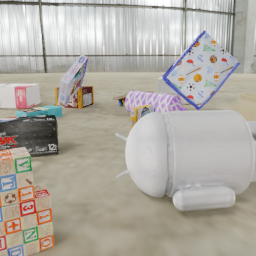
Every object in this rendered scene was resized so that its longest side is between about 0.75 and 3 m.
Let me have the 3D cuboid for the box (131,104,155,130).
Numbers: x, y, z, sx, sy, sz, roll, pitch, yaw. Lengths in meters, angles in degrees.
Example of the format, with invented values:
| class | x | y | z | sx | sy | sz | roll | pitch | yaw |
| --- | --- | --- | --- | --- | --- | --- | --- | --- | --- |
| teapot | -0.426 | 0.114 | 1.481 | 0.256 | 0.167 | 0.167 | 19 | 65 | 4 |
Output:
| class | x | y | z | sx | sy | sz | roll | pitch | yaw |
| --- | --- | --- | --- | --- | --- | --- | --- | --- | --- |
| box | 0.518 | -0.378 | 9.243 | 0.245 | 0.702 | 1.180 | 9 | 16 | 35 |

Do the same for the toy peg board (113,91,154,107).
| class | x | y | z | sx | sy | sz | roll | pitch | yaw |
| --- | --- | --- | --- | --- | --- | --- | --- | --- | --- |
| toy peg board | 0.286 | -1.247 | 13.222 | 1.424 | 0.696 | 1.418 | -10 | 1 | -39 |

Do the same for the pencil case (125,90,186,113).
| class | x | y | z | sx | sy | sz | roll | pitch | yaw |
| --- | --- | --- | --- | --- | --- | --- | --- | --- | --- |
| pencil case | 0.954 | -0.885 | 10.943 | 2.366 | 0.993 | 1.011 | 14 | -10 | 42 |

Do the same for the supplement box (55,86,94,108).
| class | x | y | z | sx | sy | sz | roll | pitch | yaw |
| --- | --- | --- | --- | --- | --- | --- | --- | --- | --- |
| supplement box | -2.543 | -1.521 | 13.436 | 1.352 | 0.910 | 1.371 | 4 | 15 | 17 |

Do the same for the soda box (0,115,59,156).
| class | x | y | z | sx | sy | sz | roll | pitch | yaw |
| --- | --- | --- | --- | --- | --- | --- | --- | --- | --- |
| soda box | -2.871 | 0.214 | 6.471 | 2.425 | 0.858 | 0.768 | -4 | 14 | -16 |

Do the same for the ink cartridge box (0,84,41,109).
| class | x | y | z | sx | sy | sz | roll | pitch | yaw |
| --- | --- | --- | --- | --- | --- | --- | --- | --- | --- |
| ink cartridge box | -5.650 | -1.537 | 13.256 | 2.449 | 1.039 | 1.784 | -1 | 14 | 2 |

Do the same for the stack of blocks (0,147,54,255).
| class | x | y | z | sx | sy | sz | roll | pitch | yaw |
| --- | --- | --- | --- | --- | --- | --- | --- | --- | --- |
| stack of blocks | -1.262 | 0.854 | 3.190 | 0.691 | 1.199 | 0.351 | -9 | 16 | -28 |

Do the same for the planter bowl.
| class | x | y | z | sx | sy | sz | roll | pitch | yaw |
| --- | --- | --- | --- | --- | --- | --- | --- | --- | --- |
| planter bowl | 3.792 | -0.434 | 8.367 | 1.655 | 1.114 | 1.655 | 5 | 15 | -1 |

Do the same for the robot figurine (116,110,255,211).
| class | x | y | z | sx | sy | sz | roll | pitch | yaw |
| --- | --- | --- | --- | --- | --- | --- | --- | --- | --- |
| robot figurine | 1.021 | 0.416 | 4.584 | 2.447 | 1.382 | 2.075 | -1 | 38 | -2 |

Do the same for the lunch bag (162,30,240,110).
| class | x | y | z | sx | sy | sz | roll | pitch | yaw |
| --- | --- | --- | --- | --- | --- | --- | --- | --- | --- |
| lunch bag | 2.556 | -2.026 | 10.279 | 1.872 | 2.202 | 1.363 | 39 | -9 | -3 |

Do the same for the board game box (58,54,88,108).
| class | x | y | z | sx | sy | sz | roll | pitch | yaw |
| --- | --- | --- | --- | --- | --- | --- | --- | --- | --- |
| board game box | -2.263 | -1.904 | 11.478 | 0.344 | 1.671 | 1.667 | 28 | 57 | -1 |

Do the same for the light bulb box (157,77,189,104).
| class | x | y | z | sx | sy | sz | roll | pitch | yaw |
| --- | --- | --- | --- | --- | --- | --- | --- | --- | --- |
| light bulb box | 2.607 | -2.041 | 14.745 | 2.033 | 1.280 | 2.051 | 2 | 13 | 11 |

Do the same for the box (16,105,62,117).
| class | x | y | z | sx | sy | sz | roll | pitch | yaw |
| --- | --- | --- | --- | --- | --- | --- | --- | --- | --- |
| box | -3.304 | -0.538 | 10.530 | 0.657 | 0.392 | 1.597 | 10 | 17 | 36 |
